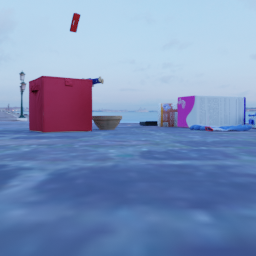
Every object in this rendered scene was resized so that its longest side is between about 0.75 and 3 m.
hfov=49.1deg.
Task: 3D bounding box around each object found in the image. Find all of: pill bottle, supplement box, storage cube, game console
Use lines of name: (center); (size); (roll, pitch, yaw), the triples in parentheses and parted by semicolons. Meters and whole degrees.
pill bottle: (2.454, -0.623, 13.477); (2.034, 1.141, 1.141); (0, 2, 6)
supplement box: (3.611, -0.684, 12.150); (2.679, 1.384, 1.356); (-3, 4, -24)
storage cube: (-1.980, -0.648, 8.229); (1.683, 1.513, 1.439); (0, 1, -34)
game console: (-2.307, -4.436, 11.715); (0.455, 0.767, 0.661); (25, 21, 18)

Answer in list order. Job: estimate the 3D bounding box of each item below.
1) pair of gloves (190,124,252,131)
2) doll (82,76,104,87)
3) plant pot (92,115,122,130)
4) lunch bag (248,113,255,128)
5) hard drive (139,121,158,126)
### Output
pair of gloves: (2.937, -0.021, 9.110); (1.510, 0.214, 1.879); (0, 2, -15)
doll: (-2.089, -2.512, 15.272); (1.513, 0.367, 1.032); (-1, -16, 21)
plant pot: (-0.736, -0.188, 9.734); (1.086, 0.501, 1.086); (1, 1, 0)
lunch bag: (5.617, -0.335, 11.104); (1.590, 0.750, 1.985); (-1, 0, 14)
hard drive: (1.432, -0.281, 16.596); (1.220, 0.288, 1.749); (0, 2, -8)
